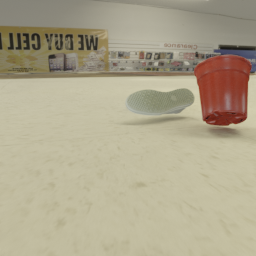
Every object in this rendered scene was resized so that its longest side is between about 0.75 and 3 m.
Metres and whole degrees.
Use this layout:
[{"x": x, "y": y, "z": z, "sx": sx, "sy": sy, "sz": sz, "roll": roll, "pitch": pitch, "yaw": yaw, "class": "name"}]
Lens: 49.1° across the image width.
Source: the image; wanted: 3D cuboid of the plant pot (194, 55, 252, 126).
[{"x": 2.852, "y": -1.020, "z": 8.398, "sx": 1.694, "sy": 1.648, "sz": 1.694, "roll": 4, "pitch": -19, "yaw": 1, "class": "plant pot"}]

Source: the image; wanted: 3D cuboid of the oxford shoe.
[{"x": 1.118, "y": -0.842, "z": 9.868, "sx": 2.720, "sy": 1.023, "sz": 0.786, "roll": -9, "pitch": -20, "yaw": -28, "class": "oxford shoe"}]
